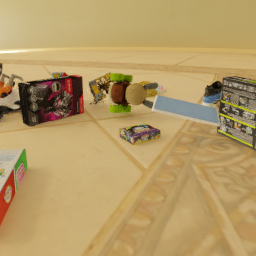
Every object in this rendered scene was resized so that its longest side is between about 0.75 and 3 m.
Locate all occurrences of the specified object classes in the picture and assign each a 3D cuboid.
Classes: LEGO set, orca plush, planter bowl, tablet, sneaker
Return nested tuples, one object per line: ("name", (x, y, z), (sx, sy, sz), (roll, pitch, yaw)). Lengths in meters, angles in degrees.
("LEGO set", (-1.049, -1.576, 12.300), (1.318, 0.993, 1.714), (-24, -7, -19))
("orca plush", (-4.640, -1.290, 12.165), (2.720, 1.431, 0.967), (-20, -23, 11))
("planter bowl", (0.899, -2.129, 14.825), (1.371, 0.571, 1.371), (-1, 29, 0))
("tablet", (1.834, -0.569, 8.870), (2.072, 0.141, 1.348), (14, 28, 6))
("sneaker", (4.329, -1.576, 12.729), (2.051, 1.141, 0.787), (-7, 21, -19))

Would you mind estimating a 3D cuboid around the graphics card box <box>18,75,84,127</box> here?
("graphics card box", (-2.890, -1.138, 10.909), (2.529, 1.587, 0.643), (-18, 28, -41))

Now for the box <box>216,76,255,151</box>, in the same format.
("box", (3.764, -0.413, 8.420), (0.538, 1.947, 2.430), (-10, 22, -22))

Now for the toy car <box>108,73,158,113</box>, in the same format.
("toy car", (0.317, -1.323, 10.947), (1.867, 1.533, 1.473), (7, 8, 29))

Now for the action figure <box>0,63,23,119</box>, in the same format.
("action figure", (-5.666, -1.350, 11.194), (2.568, 1.343, 2.484), (21, 62, 37))

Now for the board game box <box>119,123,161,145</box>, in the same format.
("board game box", (0.377, 0.173, 9.200), (1.083, 0.307, 0.895), (-13, 23, -32))

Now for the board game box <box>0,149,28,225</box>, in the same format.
("board game box", (-3.479, 1.271, 5.830), (2.109, 0.556, 2.757), (-2, 20, -6))

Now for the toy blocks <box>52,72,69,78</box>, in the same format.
("toy blocks", (-3.082, -1.836, 12.789), (1.161, 1.588, 2.324), (-8, 21, -20))

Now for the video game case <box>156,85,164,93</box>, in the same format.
("video game case", (1.102, -2.252, 15.996), (1.861, 0.162, 1.331), (2, 20, 5))

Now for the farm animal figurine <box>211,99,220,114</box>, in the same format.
("farm animal figurine", (3.963, -0.672, 10.921), (1.592, 0.830, 1.575), (-24, 18, -33))
